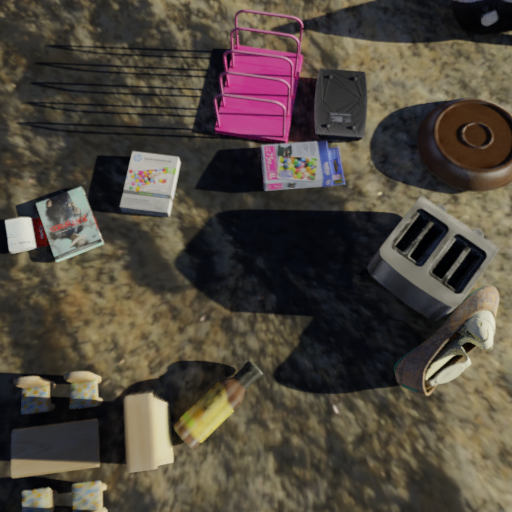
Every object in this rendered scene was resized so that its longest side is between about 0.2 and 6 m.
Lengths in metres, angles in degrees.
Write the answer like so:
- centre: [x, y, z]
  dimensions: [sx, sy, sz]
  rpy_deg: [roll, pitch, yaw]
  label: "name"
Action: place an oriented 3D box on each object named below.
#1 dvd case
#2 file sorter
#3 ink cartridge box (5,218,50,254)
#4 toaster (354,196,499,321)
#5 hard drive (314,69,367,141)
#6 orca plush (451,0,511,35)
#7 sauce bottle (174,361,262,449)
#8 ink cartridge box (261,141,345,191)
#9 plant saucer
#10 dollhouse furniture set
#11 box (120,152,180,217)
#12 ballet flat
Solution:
- centre: [-3.854, -0.665, 11.563]
  dimensions: [1.020, 0.154, 1.397]
  rpy_deg: [-22, 73, -9]
  label: "dvd case"
- centre: [0.076, -3.861, 11.992]
  dimensions: [1.601, 1.444, 2.303]
  rpy_deg: [10, 71, 4]
  label: "file sorter"
- centre: [-4.646, -0.472, 11.467]
  dimensions: [0.855, 0.202, 0.685]
  rpy_deg: [-13, 72, -8]
  label: "ink cartridge box"
- centre: [3.287, 0.091, 10.765]
  dimensions: [1.827, 1.199, 2.021]
  rpy_deg: [38, 76, 13]
  label: "toaster"
- centre: [1.857, -3.315, 12.376]
  dimensions: [1.150, 0.361, 1.705]
  rpy_deg: [4, 71, 2]
  label: "hard drive"
- centre: [6.755, -5.752, 12.975]
  dimensions: [4.387, 1.559, 2.308]
  rpy_deg: [-22, 28, -12]
  label: "orca plush"
- centre: [-0.662, 2.667, 10.216]
  dimensions: [1.826, 0.591, 0.591]
  rpy_deg: [-43, 76, -14]
  label: "sauce bottle"
- centre: [0.977, -1.921, 11.829]
  dimensions: [1.715, 0.360, 1.023]
  rpy_deg: [-3, 62, -2]
  label: "ink cartridge box"
- centre: [4.685, -2.496, 12.013]
  dimensions: [2.375, 0.381, 2.375]
  rpy_deg: [-1, 66, 2]
  label: "plant saucer"
- centre: [-2.872, 3.148, 9.423]
  dimensions: [2.646, 1.722, 2.431]
  rpy_deg: [-7, 71, -2]
  label: "dollhouse furniture set"
- centre: [-2.224, -1.513, 11.810]
  dimensions: [1.026, 0.271, 1.315]
  rpy_deg: [8, 70, 3]
  label: "box"
- centre: [3.767, 1.636, 10.335]
  dimensions: [2.652, 0.892, 0.903]
  rpy_deg: [-42, 119, -7]
  label: "ballet flat"
